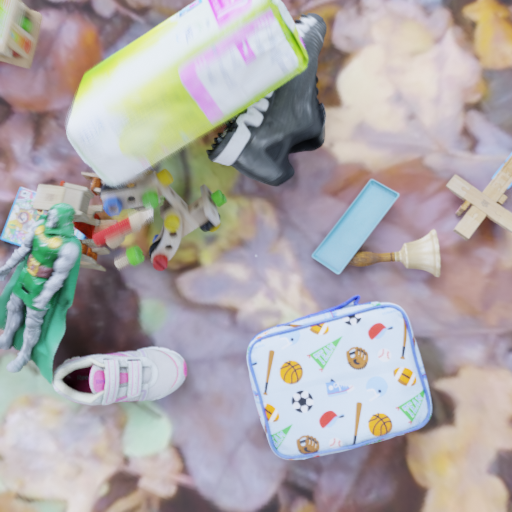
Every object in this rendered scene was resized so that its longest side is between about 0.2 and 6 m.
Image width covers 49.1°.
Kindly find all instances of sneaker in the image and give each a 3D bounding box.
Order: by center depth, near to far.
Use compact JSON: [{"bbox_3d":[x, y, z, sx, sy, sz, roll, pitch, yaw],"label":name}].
[{"bbox_3d":[-2.451,2.183,9.851,2.435,1.074,0.991,-8,84,-1],"label":"sneaker"},{"bbox_3d":[0.634,-2.751,10.191,1.695,1.245,3.745,34,65,-14],"label":"sneaker"}]

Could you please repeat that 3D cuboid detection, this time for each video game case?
[{"bbox_3d":[-3.942,-0.572,10.608,1.498,0.133,1.072,18,84,2],"label":"video game case"}]

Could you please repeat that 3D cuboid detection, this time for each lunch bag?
[{"bbox_3d":[1.440,2.067,9.849,3.080,1.164,2.468,-15,82,-1],"label":"lunch bag"}]

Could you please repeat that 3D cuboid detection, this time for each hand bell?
[{"bbox_3d":[2.463,0.019,10.340,1.687,0.878,0.878,-5,84,11],"label":"hand bell"}]

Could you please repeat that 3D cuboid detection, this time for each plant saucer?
[{"bbox_3d":[1.865,-0.541,10.488,0.664,0.180,1.900,36,86,27],"label":"plant saucer"}]

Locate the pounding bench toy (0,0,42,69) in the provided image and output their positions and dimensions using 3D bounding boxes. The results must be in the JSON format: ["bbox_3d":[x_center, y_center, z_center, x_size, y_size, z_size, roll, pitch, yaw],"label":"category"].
[{"bbox_3d":[-4.679,-4.553,10.319,1.061,1.332,1.708,16,94,0],"label":"pounding bench toy"}]

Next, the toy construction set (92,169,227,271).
[{"bbox_3d":[-1.519,-0.784,9.399,1.773,2.307,1.924,-25,103,13],"label":"toy construction set"}]

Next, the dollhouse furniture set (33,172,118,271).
[{"bbox_3d":[-3.111,-0.728,9.863,0.843,1.619,1.636,6,74,8],"label":"dollhouse furniture set"}]

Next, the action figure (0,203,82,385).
[{"bbox_3d":[-3.596,0.453,9.171,1.783,0.825,3.019,33,110,18],"label":"action figure"}]

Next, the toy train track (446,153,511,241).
[{"bbox_3d":[4.562,-1.325,10.585,1.497,0.425,2.611,39,80,11],"label":"toy train track"}]

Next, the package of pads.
[{"bbox_3d":[-1.177,-2.966,9.088,3.741,2.890,1.276,-29,124,11],"label":"package of pads"}]
